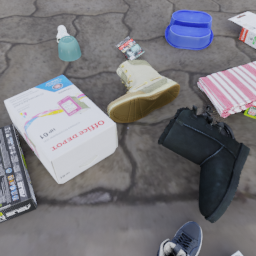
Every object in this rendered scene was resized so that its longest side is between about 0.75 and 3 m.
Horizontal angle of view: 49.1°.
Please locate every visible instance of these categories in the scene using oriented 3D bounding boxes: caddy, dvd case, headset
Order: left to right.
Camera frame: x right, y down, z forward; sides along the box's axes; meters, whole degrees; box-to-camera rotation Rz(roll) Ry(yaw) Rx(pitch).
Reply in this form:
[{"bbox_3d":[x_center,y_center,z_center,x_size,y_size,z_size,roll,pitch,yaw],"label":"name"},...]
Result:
[{"bbox_3d":[0.078,-3.118,11.011,0.695,0.105,0.953,-40,73,-11],"label":"dvd case"},{"bbox_3d":[2.572,-4.029,11.710,2.014,1.057,1.424,9,71,7],"label":"caddy"},{"bbox_3d":[2.484,0.206,8.322,1.190,0.905,1.927,-1,63,5],"label":"headset"}]

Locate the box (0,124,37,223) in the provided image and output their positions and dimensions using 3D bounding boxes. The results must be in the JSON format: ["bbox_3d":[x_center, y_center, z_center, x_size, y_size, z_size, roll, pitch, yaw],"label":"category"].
[{"bbox_3d":[-3.759,1.270,7.291,2.143,0.592,2.675,-20,51,-16],"label":"box"}]

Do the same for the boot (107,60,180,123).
[{"bbox_3d":[0.115,-1.338,9.378,2.659,0.958,2.056,-25,52,-24],"label":"boot"}]

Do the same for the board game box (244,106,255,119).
[{"bbox_3d":[5.232,-0.578,8.907,2.605,0.620,1.323,23,52,19],"label":"board game box"}]

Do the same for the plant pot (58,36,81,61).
[{"bbox_3d":[-2.371,-3.224,11.183,0.907,0.728,0.907,0,49,0],"label":"plant pot"}]

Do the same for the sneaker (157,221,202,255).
[{"bbox_3d":[1.127,2.469,5.825,0.647,1.229,1.701,28,53,25],"label":"sneaker"}]

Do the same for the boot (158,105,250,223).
[{"bbox_3d":[1.720,0.733,6.990,2.126,0.960,2.594,33,55,6],"label":"boot"}]

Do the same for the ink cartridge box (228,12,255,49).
[{"bbox_3d":[5.618,-4.079,12.011,1.382,0.639,2.536,-27,52,-22],"label":"ink cartridge box"}]

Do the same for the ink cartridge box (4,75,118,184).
[{"bbox_3d":[-1.907,-0.081,8.085,2.016,1.181,2.790,-32,57,-25],"label":"ink cartridge box"}]

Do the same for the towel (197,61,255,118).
[{"bbox_3d":[4.040,-1.425,9.314,2.913,0.436,2.132,-16,39,0],"label":"towel"}]

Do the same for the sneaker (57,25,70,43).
[{"bbox_3d":[-2.838,-3.956,12.003,0.551,0.483,1.374,-22,52,-14],"label":"sneaker"}]

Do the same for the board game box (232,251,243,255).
[{"bbox_3d":[2.237,3.554,5.383,1.348,0.419,1.785,-24,53,-20],"label":"board game box"}]
